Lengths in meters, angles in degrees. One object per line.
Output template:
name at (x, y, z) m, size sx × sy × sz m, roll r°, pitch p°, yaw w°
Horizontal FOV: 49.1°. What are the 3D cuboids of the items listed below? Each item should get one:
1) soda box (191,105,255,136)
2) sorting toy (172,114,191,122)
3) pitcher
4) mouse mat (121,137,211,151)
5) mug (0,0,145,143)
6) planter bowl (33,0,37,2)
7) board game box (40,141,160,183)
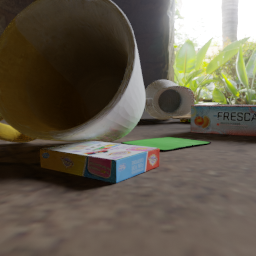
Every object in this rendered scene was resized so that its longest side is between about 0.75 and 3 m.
soda box at (2.761, -0.213, 6.912) m, size 2.297 × 0.730 × 0.785 m, roll 4°, pitch 7°, yaw 32°
sorting toy at (2.602, -0.347, 10.887) m, size 1.312 × 0.258 × 1.417 m, roll -3°, pitch 8°, yaw -26°
pitcher at (1.224, -1.194, 12.017) m, size 2.517 × 1.779 × 2.934 m, roll 0°, pitch 8°, yaw -4°
mouse mat at (0.725, 0.284, 5.324) m, size 1.423 × 0.054 × 1.145 m, roll -3°, pitch 6°, yaw -40°
mug at (-0.926, -0.717, 4.872) m, size 2.716 × 2.175 × 2.230 m, roll 6°, pitch -10°, yaw 17°
planter bowl at (-2.149, -3.344, 9.225) m, size 2.425 × 2.425 × 1.632 m, roll -1°, pitch 26°, yaw -8°
board game box at (-0.340, 0.364, 3.426) m, size 1.174 × 0.237 × 0.898 m, roll 4°, pitch 7°, yaw 36°
